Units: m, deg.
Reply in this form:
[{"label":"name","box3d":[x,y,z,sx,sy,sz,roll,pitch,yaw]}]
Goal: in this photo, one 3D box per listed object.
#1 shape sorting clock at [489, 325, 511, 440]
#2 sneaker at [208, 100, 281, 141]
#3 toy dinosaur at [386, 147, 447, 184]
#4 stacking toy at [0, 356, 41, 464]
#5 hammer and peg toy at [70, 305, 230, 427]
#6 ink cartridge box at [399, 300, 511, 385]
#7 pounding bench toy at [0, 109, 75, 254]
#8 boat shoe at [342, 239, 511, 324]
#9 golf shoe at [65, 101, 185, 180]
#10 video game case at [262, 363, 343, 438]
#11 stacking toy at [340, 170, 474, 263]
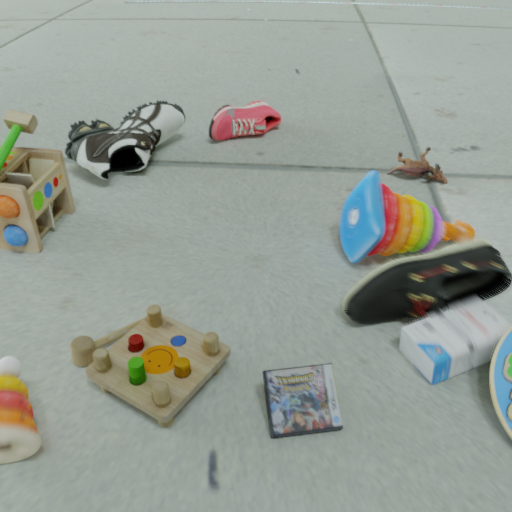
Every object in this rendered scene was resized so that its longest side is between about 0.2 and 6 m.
[{"label":"shape sorting clock","box3d":[4.537,1.792,7.426,2.680,0.526,2.680,-5,61,10]},{"label":"sneaker","box3d":[-0.247,-3.594,14.987,2.251,0.830,0.976,-28,46,-33]},{"label":"toy dinosaur","box3d":[3.789,-2.039,13.160,1.334,0.572,0.904,-6,43,1]},{"label":"stacking toy","box3d":[-3.257,1.885,7.202,0.984,0.984,1.346,-6,53,-8]},{"label":"hammer and peg toy","box3d":[-1.656,1.402,8.300,2.191,0.772,1.611,22,42,27]},{"label":"ink cartridge box","box3d":[3.078,1.290,8.597,1.484,0.503,0.861,-17,37,-15]},{"label":"pounding bench toy","box3d":[-4.768,-1.443,10.845,1.434,2.308,1.800,6,37,9]},{"label":"boat shoe","box3d":[2.721,0.533,9.019,2.670,0.977,0.837,-18,42,1]},{"label":"golf shoe","box3d":[-2.883,-2.712,13.722,3.365,1.308,1.590,-31,67,-35]},{"label":"video game case","box3d":[0.633,1.977,7.691,0.993,0.127,0.897,-5,70,-7]},{"label":"stacking toy","box3d":[2.988,-0.572,10.616,2.534,1.391,1.471,7,63,-14]}]
